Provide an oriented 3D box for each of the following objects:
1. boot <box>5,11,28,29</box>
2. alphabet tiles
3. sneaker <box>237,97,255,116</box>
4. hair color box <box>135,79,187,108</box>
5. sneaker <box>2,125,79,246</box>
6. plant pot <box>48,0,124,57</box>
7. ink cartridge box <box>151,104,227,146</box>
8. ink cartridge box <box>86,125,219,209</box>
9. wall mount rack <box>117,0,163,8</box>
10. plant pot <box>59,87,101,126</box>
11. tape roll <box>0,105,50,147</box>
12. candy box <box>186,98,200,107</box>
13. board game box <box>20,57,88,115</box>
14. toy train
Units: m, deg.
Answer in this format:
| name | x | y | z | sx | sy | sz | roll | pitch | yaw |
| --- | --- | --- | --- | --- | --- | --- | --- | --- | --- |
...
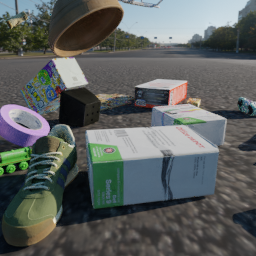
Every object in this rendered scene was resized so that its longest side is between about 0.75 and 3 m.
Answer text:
| name | x | y | z | sx | sy | sz | roll | pitch | yaw |
| --- | --- | --- | --- | --- | --- | --- | --- | --- | --- |
| boot | -3.676 | -3.590 | 9.272 | 0.681 | 0.319 | 0.876 | -36 | 27 | -12 |
| alphabet tiles | -1.077 | -1.333 | 13.508 | 2.504 | 0.113 | 2.995 | 15 | 23 | 40 |
| sneaker | 5.170 | -0.856 | 11.365 | 1.019 | 0.566 | 1.457 | 0 | 27 | -6 |
| hair color box | 1.617 | -1.652 | 13.159 | 1.630 | 0.940 | 2.940 | 9 | 18 | 25 |
| sneaker | -1.516 | 0.738 | 5.050 | 0.897 | 1.201 | 2.676 | 1 | 17 | 4 |
| plant pot | -1.414 | -3.245 | 8.295 | 2.427 | 1.120 | 2.427 | -31 | -3 | -2 |
| ink cartridge box | 1.714 | -0.097 | 8.351 | 1.412 | 0.819 | 1.949 | -6 | 18 | -18 |
| ink cartridge box | 0.369 | 0.664 | 5.652 | 2.327 | 0.978 | 1.698 | -3 | 18 | -10 |
| wall mount rack | 0.571 | -4.772 | 10.068 | 1.969 | 0.734 | 1.711 | -9 | 28 | -35 |
| plant pot | -1.614 | -0.681 | 9.856 | 1.045 | 1.178 | 1.175 | 22 | 26 | 29 |
| tape roll | -2.917 | -0.066 | 7.772 | 1.390 | 0.456 | 1.390 | 30 | 20 | -12 |
| candy box | 2.957 | -1.136 | 12.636 | 0.517 | 0.248 | 0.895 | 6 | 18 | 19 |
| board game box | -2.838 | -1.552 | 10.637 | 2.272 | 1.170 | 1.192 | -30 | -2 | 35 |
| toy train | -2.311 | 0.662 | 6.500 | 1.740 | 0.491 | 0.363 | -12 | 21 | -34 |
